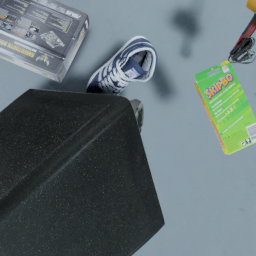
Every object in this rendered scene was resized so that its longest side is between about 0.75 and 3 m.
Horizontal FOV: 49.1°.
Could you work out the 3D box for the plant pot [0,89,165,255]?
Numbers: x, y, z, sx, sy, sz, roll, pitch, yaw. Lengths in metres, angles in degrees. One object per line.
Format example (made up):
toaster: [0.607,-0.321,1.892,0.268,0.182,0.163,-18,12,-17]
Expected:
plant pot: [-1.436,1.186,4.923,2.878,2.885,2.559,10,37,39]

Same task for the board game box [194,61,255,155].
board game box: [1.603,-0.336,4.525,0.664,0.208,1.389,-23,91,-6]

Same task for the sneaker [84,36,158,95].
sneaker: [-0.200,-1.018,5.879,0.719,1.113,2.051,37,103,-25]

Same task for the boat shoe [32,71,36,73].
boat shoe: [-2.542,-1.746,7.287,0.340,1.101,0.401,-5,82,-17]

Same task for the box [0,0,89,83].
box: [-2.186,-2.226,6.479,2.107,0.509,1.668,22,79,0]

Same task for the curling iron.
curling iron: [2.896,-2.402,5.643,0.326,2.550,0.632,11,29,-35]

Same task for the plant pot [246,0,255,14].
plant pot: [2.780,-2.309,4.912,0.984,0.984,0.901,-41,75,-15]

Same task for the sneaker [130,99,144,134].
sneaker: [-0.514,0.490,5.188,1.008,0.959,2.544,14,57,16]
